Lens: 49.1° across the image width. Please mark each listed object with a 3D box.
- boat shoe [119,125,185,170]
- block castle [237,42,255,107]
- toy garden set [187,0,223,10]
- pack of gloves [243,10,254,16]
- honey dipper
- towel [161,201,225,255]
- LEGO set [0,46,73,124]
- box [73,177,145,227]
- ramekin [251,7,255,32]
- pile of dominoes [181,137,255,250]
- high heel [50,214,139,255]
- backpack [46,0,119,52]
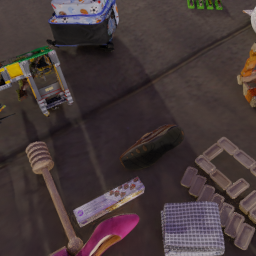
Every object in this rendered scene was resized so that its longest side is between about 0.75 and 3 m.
[{"bbox_3d":[0.553,0.425,6.675,1.641,0.621,0.606,-27,24,-10],"label":"boat shoe"},{"bbox_3d":[4.024,-1.080,7.140,1.137,1.619,2.423,-13,53,-11],"label":"block castle"},{"bbox_3d":[3.077,-5.188,11.243,1.330,0.265,1.109,3,52,3],"label":"toy garden set"},{"bbox_3d":[5.418,-3.849,10.234,1.961,0.387,1.647,-13,48,-19],"label":"pack of gloves"},{"bbox_3d":[-1.571,1.409,5.920,0.497,0.497,2.620,-22,57,-16],"label":"honey dipper"},{"bbox_3d":[1.214,1.918,5.396,1.145,0.490,0.948,-4,51,8],"label":"towel"},{"bbox_3d":[-2.805,-0.974,7.444,2.837,1.644,2.182,-30,28,-26],"label":"LEGO set"},{"bbox_3d":[-0.372,1.543,5.899,1.547,0.320,0.299,-24,56,-19],"label":"box"},{"bbox_3d":[5.336,-3.844,9.339,2.028,1.064,2.028,0,70,0],"label":"ramekin"},{"bbox_3d":[2.271,1.355,6.087,1.627,0.332,2.087,-35,54,-11],"label":"pile of dominoes"},{"bbox_3d":[-0.505,2.293,5.040,1.876,0.632,0.900,-24,45,-12],"label":"high heel"},{"bbox_3d":[-1.363,-3.726,9.244,2.325,1.791,2.215,8,42,10],"label":"backpack"}]
